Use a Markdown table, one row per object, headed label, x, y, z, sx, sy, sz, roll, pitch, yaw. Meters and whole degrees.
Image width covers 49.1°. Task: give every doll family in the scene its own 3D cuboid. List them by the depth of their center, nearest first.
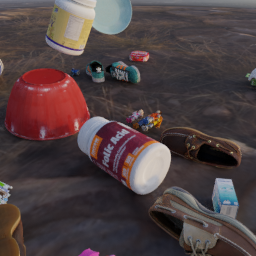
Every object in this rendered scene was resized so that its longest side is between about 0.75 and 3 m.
| label | x | y | z | sx | sy | sz | roll | pitch | yaw |
| --- | --- | --- | --- | --- | --- | --- | --- | --- | --- |
| doll family | 0.660 | -0.244 | 9.626 | 0.870 | 0.632 | 1.402 | -32 | 24 | -33 |

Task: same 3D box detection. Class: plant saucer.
| label | x | y | z | sx | sy | sz | roll | pitch | yaw |
| --- | --- | --- | --- | --- | --- | --- | --- | --- | --- |
| plant saucer | -0.903 | -4.883 | 11.451 | 2.200 | 2.200 | 0.424 | -15 | 6 | -24 |

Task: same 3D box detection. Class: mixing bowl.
| label | x | y | z | sx | sy | sz | roll | pitch | yaw |
| --- | --- | --- | --- | --- | --- | --- | --- | --- | --- |
| mixing bowl | -2.794 | -1.053 | 9.686 | 2.966 | 1.606 | 2.966 | 4 | 32 | -2 |

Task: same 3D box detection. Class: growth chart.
| label | x | y | z | sx | sy | sz | roll | pitch | yaw |
| --- | --- | --- | --- | --- | --- | --- | --- | --- | --- |
| growth chart | -3.133 | 1.561 | 6.556 | 0.700 | 0.086 | 0.967 | 24 | 23 | -7 |

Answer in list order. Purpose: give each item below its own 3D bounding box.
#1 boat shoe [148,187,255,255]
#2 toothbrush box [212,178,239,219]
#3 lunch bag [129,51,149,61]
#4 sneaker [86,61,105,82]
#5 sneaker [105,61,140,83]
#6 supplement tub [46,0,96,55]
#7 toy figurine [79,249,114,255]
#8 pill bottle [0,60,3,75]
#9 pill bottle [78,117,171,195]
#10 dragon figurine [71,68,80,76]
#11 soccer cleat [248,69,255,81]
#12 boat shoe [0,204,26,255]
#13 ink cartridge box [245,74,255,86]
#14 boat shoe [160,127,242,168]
| label | x | y | z | sx | sy | sz | roll | pitch | yaw |
| --- | --- | --- | --- | --- | --- | --- | --- | --- | --- |
| boat shoe | 1.368 | 2.031 | 5.221 | 0.897 | 0.946 | 2.499 | -24 | 28 | -30 |
| toothbrush box | 2.111 | 1.616 | 6.140 | 0.364 | 0.624 | 0.853 | 3 | 28 | 6 |
| lunch bag | 0.655 | -4.266 | 16.779 | 1.099 | 0.450 | 0.968 | 8 | 35 | 15 |
| sneaker | -1.646 | -3.043 | 14.140 | 0.765 | 0.857 | 2.145 | -11 | 31 | -18 |
| sneaker | -0.289 | -2.609 | 13.526 | 0.935 | 0.836 | 2.341 | -21 | 31 | -22 |
| supplement tub | -2.037 | -3.824 | 10.100 | 1.449 | 1.993 | 1.449 | 20 | 28 | -11 |
| toy figurine | -0.445 | 2.352 | 4.317 | 1.239 | 1.140 | 0.930 | -14 | 32 | -23 |
| pill bottle | -6.601 | -2.534 | 12.811 | 1.290 | 1.290 | 2.323 | -6 | 31 | -10 |
| pill bottle | -0.186 | 0.594 | 7.221 | 1.319 | 1.319 | 2.311 | -26 | 38 | -37 |
| dragon figurine | -2.745 | -2.842 | 14.383 | 0.469 | 0.277 | 0.942 | -2 | 29 | -4 |
| soccer cleat | 6.270 | -1.887 | 12.444 | 1.946 | 0.840 | 0.680 | 47 | 19 | 28 |
| boat shoe | -2.267 | 2.161 | 4.846 | 0.918 | 0.917 | 2.608 | -9 | 12 | -20 |
| ink cartridge box | 6.192 | -2.242 | 13.234 | 1.202 | 0.356 | 0.624 | 17 | 33 | 27 |
| boat shoe | 1.976 | 0.551 | 7.825 | 2.295 | 0.808 | 0.807 | 10 | 28 | 17 |
